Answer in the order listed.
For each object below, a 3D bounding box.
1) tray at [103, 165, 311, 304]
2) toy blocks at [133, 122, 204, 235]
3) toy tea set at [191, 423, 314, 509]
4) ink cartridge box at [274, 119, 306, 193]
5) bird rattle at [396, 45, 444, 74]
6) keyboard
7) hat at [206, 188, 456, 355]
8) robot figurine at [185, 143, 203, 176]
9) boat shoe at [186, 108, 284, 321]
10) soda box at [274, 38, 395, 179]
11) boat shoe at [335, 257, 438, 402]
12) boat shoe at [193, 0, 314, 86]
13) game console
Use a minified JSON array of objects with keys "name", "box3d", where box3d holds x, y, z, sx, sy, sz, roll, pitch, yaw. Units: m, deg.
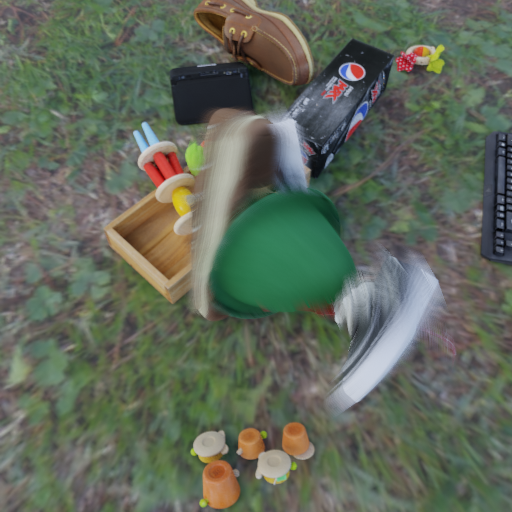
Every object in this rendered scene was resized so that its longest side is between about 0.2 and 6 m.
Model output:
[{"name":"tray","box3d":[-0.770,-0.825,9.649,1.625,0.610,3.295,39,66,22]},{"name":"toy blocks","box3d":[-1.060,-1.514,9.517,1.676,0.730,2.011,-23,72,-24]},{"name":"toy tea set","box3d":[-0.024,2.801,7.466,1.669,0.618,0.992,-8,28,-1]},{"name":"ink cartridge box","box3d":[0.470,-1.382,8.706,0.499,1.197,0.870,-11,36,5]},{"name":"bird rattle","box3d":[3.506,-4.230,11.992,1.003,0.565,0.818,-1,45,15]},{"name":"keyboard","box3d":[4.975,-1.028,9.913,1.792,0.383,2.985,12,59,7]},{"name":"hat","box3d":[0.964,0.491,7.408,2.586,2.142,2.276,-25,43,-18]},{"name":"robot figurine","box3d":[-0.975,-1.583,9.363,0.529,0.603,0.349,28,62,28]},{"name":"boat shoe","box3d":[-0.456,-0.590,8.203,1.181,3.199,1.183,-12,38,-43]},{"name":"soda box","box3d":[1.515,-2.879,10.746,1.034,0.925,2.922,30,63,16]},{"name":"boat shoe","box3d":[1.473,0.724,6.849,0.891,0.963,2.609,36,42,11]},{"name":"boat shoe","box3d":[-0.102,-4.440,11.590,1.170,1.247,3.466,-29,56,-17]},{"name":"game console","box3d":[-0.938,-3.375,11.531,1.579,0.919,1.388,-7,28,-6]}]
